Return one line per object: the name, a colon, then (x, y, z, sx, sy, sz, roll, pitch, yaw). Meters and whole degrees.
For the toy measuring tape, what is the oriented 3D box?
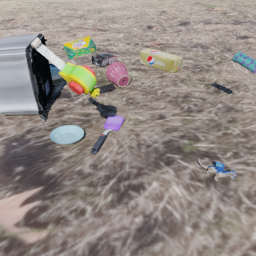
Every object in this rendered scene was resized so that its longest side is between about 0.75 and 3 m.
toy measuring tape: (-1.284, -1.317, 6.271, 0.688, 1.869, 0.688, -33, 33, 24)

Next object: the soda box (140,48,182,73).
soda box: (1.673, -3.518, 14.541, 2.203, 0.705, 0.746, 26, 40, 36)

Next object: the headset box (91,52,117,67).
headset box: (-1.235, -3.695, 15.063, 1.169, 0.451, 0.870, -26, 40, -32)

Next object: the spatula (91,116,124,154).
spatula: (-0.721, 0.189, 9.084, 0.596, 0.217, 2.108, 9, 33, 17)

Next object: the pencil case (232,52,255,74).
pencil case: (3.902, -2.150, 9.206, 0.378, 0.411, 0.889, -43, 63, -6)

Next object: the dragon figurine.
dragon figurine: (2.394, 1.115, 7.526, 0.502, 0.297, 1.009, -23, 39, -31)

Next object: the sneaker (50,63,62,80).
sneaker: (-3.953, -2.608, 12.883, 0.830, 0.920, 2.246, 24, 39, 35)

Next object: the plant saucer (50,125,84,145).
plant saucer: (-1.937, 0.269, 8.965, 1.069, 0.206, 1.069, 0, 33, 0)

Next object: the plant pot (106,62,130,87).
plant pot: (-0.386, -2.325, 12.525, 0.962, 0.962, 0.861, -16, 50, -24)

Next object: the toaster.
toaster: (-3.828, -1.916, 10.364, 1.646, 2.508, 2.774, -4, 31, -2)

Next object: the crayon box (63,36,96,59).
crayon box: (-1.354, -2.257, 7.858, 0.815, 0.237, 0.484, -21, 51, -13)
